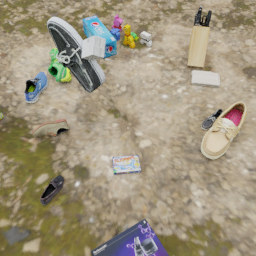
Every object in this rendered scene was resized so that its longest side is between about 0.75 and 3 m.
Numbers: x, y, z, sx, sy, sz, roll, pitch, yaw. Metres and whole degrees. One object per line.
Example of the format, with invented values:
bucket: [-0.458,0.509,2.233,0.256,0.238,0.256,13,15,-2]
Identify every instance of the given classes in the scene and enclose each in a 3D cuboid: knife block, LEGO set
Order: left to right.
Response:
LEGO set: [-0.056,-5.171,14.902,2.748,1.128,1.048,33,60,23]
knife block: [3.528,-4.519,13.725,0.799,2.192,2.496,8,53,8]

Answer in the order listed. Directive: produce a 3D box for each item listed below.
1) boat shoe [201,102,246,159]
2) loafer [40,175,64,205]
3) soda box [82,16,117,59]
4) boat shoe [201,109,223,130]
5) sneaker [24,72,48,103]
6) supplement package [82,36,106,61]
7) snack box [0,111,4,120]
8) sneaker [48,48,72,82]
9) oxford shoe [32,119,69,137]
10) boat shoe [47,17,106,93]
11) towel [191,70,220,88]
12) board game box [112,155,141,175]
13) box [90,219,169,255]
boat shoe: [3.795,-0.024,10.996,1.060,0.995,2.875,29,58,21]
loafer: [-2.628,2.104,9.745,0.424,0.371,1.179,21,55,16]
soda box: [-1.519,-4.848,14.801,0.836,0.884,2.605,-22,55,-16]
boat shoe: [3.506,-0.391,11.664,1.250,0.392,0.454,-35,60,-24]
sneaker: [-4.146,-1.962,12.639,0.690,0.784,1.758,8,52,6]
supplement package: [-1.121,-2.562,9.048,0.433,0.608,0.781,5,1,-36]
snack box: [-5.918,-0.367,10.892,0.633,1.578,1.871,18,54,13]
sneaker: [-3.438,-3.056,13.451,0.942,0.835,2.254,-18,55,-19]
oxford shoe: [-3.091,0.096,11.228,1.458,0.513,0.545,-22,61,-15]
boat shoe: [-1.925,-2.411,9.551,1.009,2.734,0.934,-5,36,50]
towel: [3.678,-2.331,13.272,1.340,0.231,0.888,6,52,5]
board game box: [-0.060,1.368,10.441,0.999,0.172,0.676,-5,52,-4]
box: [0.055,3.789,8.227,1.895,0.747,1.337,-26,54,-18]
